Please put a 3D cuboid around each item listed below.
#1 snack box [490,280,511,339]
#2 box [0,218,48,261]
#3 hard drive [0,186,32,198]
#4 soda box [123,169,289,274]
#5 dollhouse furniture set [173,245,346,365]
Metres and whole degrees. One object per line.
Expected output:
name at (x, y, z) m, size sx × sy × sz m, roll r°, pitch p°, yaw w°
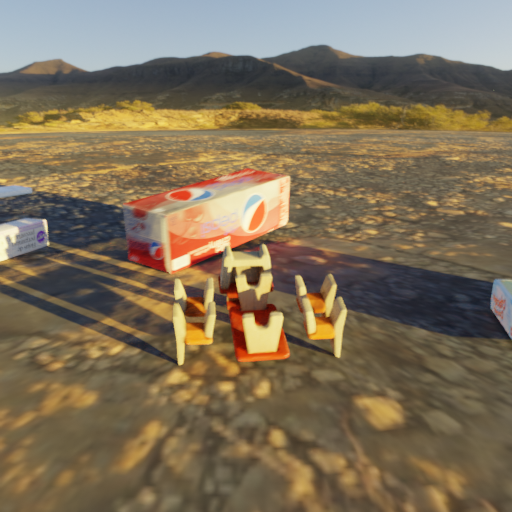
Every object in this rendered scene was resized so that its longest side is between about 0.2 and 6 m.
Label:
snack box at (3.673, 0.638, 5.719) m, size 2.159 × 0.401 × 1.254 m, roll 3°, pitch 14°, yaw 10°
box at (-4.108, -0.110, 8.309) m, size 0.491 × 0.458 × 2.369 m, roll 6°, pitch 17°, yaw 21°
hard drive at (-6.495, -1.604, 14.202) m, size 0.838 × 0.170 × 1.271 m, roll 11°, pitch 19°, yaw 35°
soda box at (-0.685, -0.654, 8.961) m, size 1.004 × 0.909 × 2.868 m, roll 16°, pitch 26°, yaw 37°
dollhouse furniture set at (-0.029, 0.574, 5.740) m, size 1.570 × 0.809 × 1.553 m, roll -2°, pitch 28°, yaw -6°
